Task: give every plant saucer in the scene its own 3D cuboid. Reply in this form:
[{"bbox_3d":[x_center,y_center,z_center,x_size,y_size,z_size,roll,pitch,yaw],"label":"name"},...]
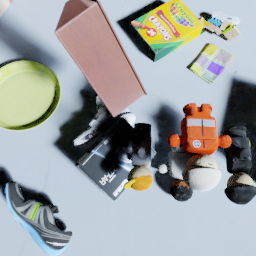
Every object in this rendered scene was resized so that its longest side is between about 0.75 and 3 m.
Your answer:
[{"bbox_3d":[-3.296,-0.995,8.877,2.435,0.378,2.435,0,71,0],"label":"plant saucer"}]

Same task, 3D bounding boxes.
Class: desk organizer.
[{"bbox_3d":[-0.558,-1.374,5.642,0.920,2.388,0.856,-36,47,-2],"label":"desk organizer"}]

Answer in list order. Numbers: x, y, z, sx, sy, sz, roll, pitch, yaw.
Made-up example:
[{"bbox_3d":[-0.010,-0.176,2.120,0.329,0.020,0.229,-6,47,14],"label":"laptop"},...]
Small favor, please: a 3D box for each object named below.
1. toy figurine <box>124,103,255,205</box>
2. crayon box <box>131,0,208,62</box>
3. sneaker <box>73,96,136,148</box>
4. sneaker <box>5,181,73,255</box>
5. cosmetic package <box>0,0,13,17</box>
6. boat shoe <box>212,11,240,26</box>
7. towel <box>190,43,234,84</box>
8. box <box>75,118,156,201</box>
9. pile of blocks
[{"bbox_3d":[1.515,0.873,6.921,2.692,2.735,1.903,-18,60,41],"label":"toy figurine"},{"bbox_3d":[1.453,-3.483,9.608,2.351,0.597,1.492,-33,74,-11],"label":"crayon box"},{"bbox_3d":[-0.872,-0.239,8.421,2.018,0.758,1.160,-27,72,-16],"label":"sneaker"},{"bbox_3d":[-2.426,2.315,7.570,2.351,0.833,0.974,44,72,8],"label":"sneaker"},{"bbox_3d":[-5.122,-4.320,9.446,1.241,1.470,2.844,25,75,7],"label":"cosmetic package"},{"bbox_3d":[3.398,-3.797,9.851,1.011,0.335,0.354,10,76,-2],"label":"boat shoe"},{"bbox_3d":[2.815,-2.198,9.402,0.968,0.154,1.349,38,75,11],"label":"towel"},{"bbox_3d":[-0.316,0.859,7.871,1.856,0.404,1.487,-46,107,-14],"label":"box"},{"bbox_3d":[3.122,-3.560,9.579,1.493,0.613,0.464,23,53,1],"label":"pile of blocks"}]
